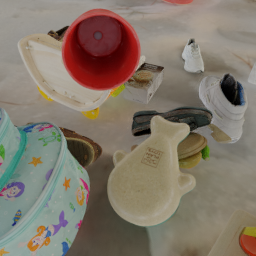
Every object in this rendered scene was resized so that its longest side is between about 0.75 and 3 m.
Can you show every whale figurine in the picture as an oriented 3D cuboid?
[{"bbox_3d":[0.465,0.769,5.007,1.546,1.008,1.943,16,70,22],"label":"whale figurine"}]

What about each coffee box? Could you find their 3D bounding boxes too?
[{"bbox_3d":[0.464,-1.309,8.037,0.741,0.516,1.295,17,46,18],"label":"coffee box"}]

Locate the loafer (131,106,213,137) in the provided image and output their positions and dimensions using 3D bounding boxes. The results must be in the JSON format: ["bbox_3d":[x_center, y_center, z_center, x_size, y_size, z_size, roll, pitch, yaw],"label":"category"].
[{"bbox_3d":[0.932,-0.054,6.212,1.825,0.656,0.574,-2,53,26],"label":"loafer"}]

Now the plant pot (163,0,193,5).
[{"bbox_3d":[2.380,-7.089,12.829,2.513,2.223,2.513,5,42,-5],"label":"plant pot"}]

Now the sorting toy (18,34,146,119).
[{"bbox_3d":[-0.901,-1.758,7.873,2.996,1.601,2.697,24,43,23],"label":"sorting toy"}]

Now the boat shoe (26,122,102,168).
[{"bbox_3d":[-1.474,0.346,6.252,1.980,0.713,0.669,17,14,24],"label":"boat shoe"}]

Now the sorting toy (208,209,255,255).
[{"bbox_3d":[2.067,2.170,4.173,1.697,0.310,1.571,23,56,36],"label":"sorting toy"}]

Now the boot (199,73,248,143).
[{"bbox_3d":[2.447,-0.906,7.090,0.939,1.220,2.552,0,43,0],"label":"boot"}]

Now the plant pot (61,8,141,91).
[{"bbox_3d":[-0.561,-1.705,5.636,1.498,1.498,1.326,-5,36,-5],"label":"plant pot"}]

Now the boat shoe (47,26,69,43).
[{"bbox_3d":[-2.703,-3.228,10.021,1.671,0.601,0.603,-34,53,-31],"label":"boat shoe"}]

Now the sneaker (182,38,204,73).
[{"bbox_3d":[2.079,-2.317,9.000,0.585,0.684,1.570,-4,44,-5],"label":"sneaker"}]

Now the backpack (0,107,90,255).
[{"bbox_3d":[-2.053,0.960,4.135,2.758,2.076,2.448,-4,39,15],"label":"backpack"}]

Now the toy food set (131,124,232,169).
[{"bbox_3d":[1.039,0.496,5.920,2.026,0.407,1.398,-16,15,6],"label":"toy food set"}]

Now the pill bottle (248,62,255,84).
[{"bbox_3d":[4.242,-1.392,7.916,1.435,0.816,0.816,27,49,25],"label":"pill bottle"}]
